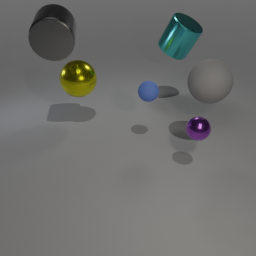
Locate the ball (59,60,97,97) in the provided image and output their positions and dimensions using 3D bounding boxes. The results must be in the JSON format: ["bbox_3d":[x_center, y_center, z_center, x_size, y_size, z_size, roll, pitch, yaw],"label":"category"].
[{"bbox_3d":[-1.876,-1.864,10.609,1.400,1.400,1.400,0,29,0],"label":"ball"}]

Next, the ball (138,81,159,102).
[{"bbox_3d":[0.681,-1.222,9.347,0.700,0.700,0.700,0,29,0],"label":"ball"}]

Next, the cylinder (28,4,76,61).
[{"bbox_3d":[-2.418,-3.116,9.121,1.400,1.400,1.400,-3,40,-6],"label":"cylinder"}]

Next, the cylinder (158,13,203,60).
[{"bbox_3d":[2.202,-3.873,11.873,1.400,1.400,1.400,17,44,-17],"label":"cylinder"}]

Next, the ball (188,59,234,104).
[{"bbox_3d":[2.609,-1.481,8.906,1.400,1.400,1.400,0,29,0],"label":"ball"}]

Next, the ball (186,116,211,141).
[{"bbox_3d":[2.019,0.018,8.040,0.700,0.700,0.700,0,29,0],"label":"ball"}]
